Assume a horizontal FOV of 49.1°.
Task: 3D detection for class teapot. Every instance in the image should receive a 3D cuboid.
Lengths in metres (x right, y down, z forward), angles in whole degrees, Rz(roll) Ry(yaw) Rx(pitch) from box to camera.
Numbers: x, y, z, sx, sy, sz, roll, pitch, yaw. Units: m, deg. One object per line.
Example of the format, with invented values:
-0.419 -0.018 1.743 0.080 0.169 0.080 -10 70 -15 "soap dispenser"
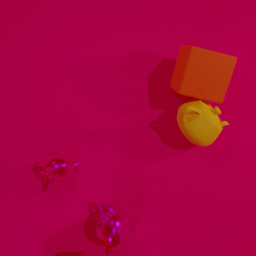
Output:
2.039 -0.194 7.544 1.024 2.092 1.301 -37 56 29 "teapot"
-0.418 2.625 7.123 0.803 1.019 1.640 -3 110 20 "teapot"

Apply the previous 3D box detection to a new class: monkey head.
-1.870 1.201 7.453 0.839 1.393 1.002 -3 89 26 "monkey head"

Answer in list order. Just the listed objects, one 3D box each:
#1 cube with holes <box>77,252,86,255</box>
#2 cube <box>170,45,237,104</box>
-1.421 3.979 6.731 1.215 1.215 1.215 -28 79 -6 "cube with holes"
1.969 -1.482 7.589 1.217 1.217 1.217 12 107 -6 "cube"
